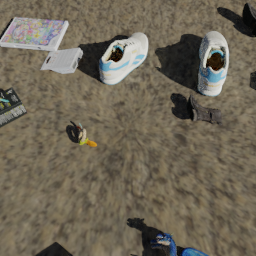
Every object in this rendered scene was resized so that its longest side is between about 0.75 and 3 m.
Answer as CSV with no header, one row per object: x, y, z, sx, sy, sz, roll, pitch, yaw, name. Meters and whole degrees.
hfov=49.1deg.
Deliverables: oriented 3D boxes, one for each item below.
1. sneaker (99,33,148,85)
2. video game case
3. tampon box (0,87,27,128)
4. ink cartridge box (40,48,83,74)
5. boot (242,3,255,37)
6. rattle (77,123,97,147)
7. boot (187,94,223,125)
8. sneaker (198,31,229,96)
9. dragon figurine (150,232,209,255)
-0.062,-2.775,10.309,1.023,1.081,2.675,26,60,18,sneaker
-3.822,-3.876,11.471,2.376,0.214,1.701,7,57,8,video game case
-4.020,-0.667,9.176,1.061,0.670,0.795,-31,62,-18,tampon box
-2.521,-2.540,10.689,1.368,0.390,1.112,-3,53,25,ink cartridge box
5.888,-4.566,11.780,1.671,0.664,1.919,-13,68,-9,boot
-1.311,0.203,8.863,0.572,0.521,0.801,-1,30,-14,rattle
2.565,-0.595,9.350,1.063,0.423,1.221,4,53,-8,boot
3.175,-2.602,10.127,1.136,1.199,2.968,7,56,7,sneaker
1.546,3.242,6.656,2.193,0.645,1.090,13,58,10,dragon figurine
